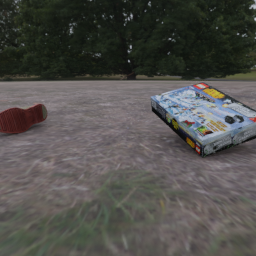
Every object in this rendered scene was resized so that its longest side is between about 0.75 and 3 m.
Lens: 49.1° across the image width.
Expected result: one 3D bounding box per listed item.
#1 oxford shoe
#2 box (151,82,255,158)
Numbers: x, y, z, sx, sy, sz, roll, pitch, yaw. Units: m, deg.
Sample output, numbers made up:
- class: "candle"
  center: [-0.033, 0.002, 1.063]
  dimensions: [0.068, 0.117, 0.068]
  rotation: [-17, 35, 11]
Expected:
- class: "oxford shoe"
  center: [-3.251, -0.238, 8.151]
  dimensions: [0.767, 0.723, 2.051]
  rotation: [-6, 8, 23]
- class: "box"
  center: [1.775, -0.331, 6.628]
  dimensions: [1.638, 0.477, 2.392]
  rotation: [-17, 32, -14]
